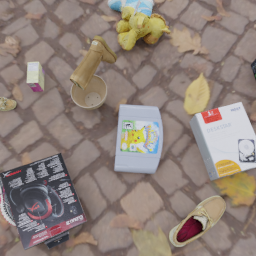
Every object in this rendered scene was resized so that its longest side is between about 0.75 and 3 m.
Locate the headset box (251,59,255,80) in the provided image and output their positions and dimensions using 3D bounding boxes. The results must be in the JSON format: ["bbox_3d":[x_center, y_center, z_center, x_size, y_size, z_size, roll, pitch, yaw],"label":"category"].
[{"bbox_3d":[6.511,-1.965,11.102,2.349,1.252,2.698,-10,73,-2],"label":"headset box"}]

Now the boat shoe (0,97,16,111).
[{"bbox_3d":[-5.210,-0.997,11.243,1.376,0.431,0.504,2,73,1],"label":"boat shoe"}]

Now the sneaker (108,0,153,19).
[{"bbox_3d":[0.109,-5.116,12.300,2.025,0.805,1.322,1,72,1],"label":"sneaker"}]

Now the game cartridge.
[{"bbox_3d":[0.454,0.388,10.814,1.781,0.541,2.671,4,73,-3],"label":"game cartridge"}]

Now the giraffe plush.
[{"bbox_3d":[0.724,-4.198,11.700,1.738,2.143,1.849,2,67,-29],"label":"giraffe plush"}]

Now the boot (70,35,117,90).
[{"bbox_3d":[-1.249,-2.200,10.252,0.606,1.606,1.834,22,81,30],"label":"boot"}]

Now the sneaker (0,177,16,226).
[{"bbox_3d":[-4.136,2.563,9.963,0.735,0.794,1.969,-28,75,-4],"label":"sneaker"}]

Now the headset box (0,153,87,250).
[{"bbox_3d":[-2.824,2.570,9.500,2.109,1.064,2.837,-19,76,-25],"label":"headset box"}]

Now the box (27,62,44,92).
[{"bbox_3d":[-3.734,-2.066,11.361,0.451,0.820,0.932,-3,73,-1],"label":"box"}]

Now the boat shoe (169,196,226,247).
[{"bbox_3d":[2.522,3.275,9.755,2.445,0.812,0.905,-39,77,-11],"label":"boat shoe"}]

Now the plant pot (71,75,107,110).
[{"bbox_3d":[-1.460,-1.289,11.056,1.388,0.932,1.388,-1,74,3],"label":"plant pot"}]

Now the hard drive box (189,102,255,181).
[{"bbox_3d":[3.678,0.506,10.523,1.916,0.944,2.458,-16,74,-5],"label":"hard drive box"}]
